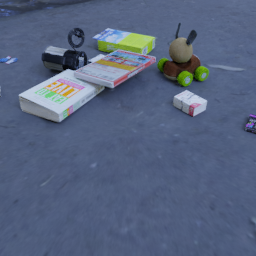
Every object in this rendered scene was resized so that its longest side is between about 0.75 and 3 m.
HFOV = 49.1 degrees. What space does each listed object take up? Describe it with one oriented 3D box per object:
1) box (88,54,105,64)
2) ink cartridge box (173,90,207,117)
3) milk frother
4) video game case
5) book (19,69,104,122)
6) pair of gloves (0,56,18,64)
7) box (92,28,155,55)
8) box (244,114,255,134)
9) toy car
[{"bbox_3d":[-0.841,-2.588,11.715,1.449,0.436,0.845,23,44,26],"label":"box"},{"bbox_3d":[2.103,-0.851,9.562,0.682,0.385,0.931,-28,46,-30],"label":"ink cartridge box"},{"bbox_3d":[-2.549,-3.149,11.295,1.565,1.663,1.501,14,-4,16],"label":"milk frother"},{"bbox_3d":[-0.463,-2.344,10.714,1.923,0.235,2.689,21,42,32],"label":"video game case"},{"bbox_3d":[-2.243,-1.206,9.940,1.722,0.620,2.578,20,40,21],"label":"book"},{"bbox_3d":[-5.372,-3.059,12.595,0.773,0.088,0.622,16,41,20],"label":"pair of gloves"},{"bbox_3d":[-0.199,-4.083,13.444,2.605,0.621,1.588,18,42,21],"label":"box"},{"bbox_3d":[4.067,-0.103,8.813,0.612,0.154,0.856,19,41,23],"label":"box"},{"bbox_3d":[2.191,-2.954,10.873,1.614,2.046,1.681,-20,43,-24],"label":"toy car"}]
